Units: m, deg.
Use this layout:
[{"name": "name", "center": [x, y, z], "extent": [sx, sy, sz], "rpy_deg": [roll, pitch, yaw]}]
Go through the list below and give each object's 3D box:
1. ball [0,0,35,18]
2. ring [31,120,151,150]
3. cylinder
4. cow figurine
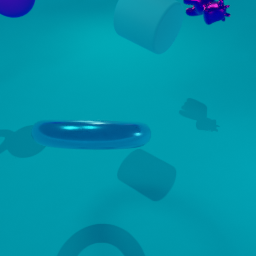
[{"name": "ball", "center": [-3.083, -3.568, 7.353], "extent": [1.258, 1.258, 1.258], "rpy_deg": [0, 44, 0]}, {"name": "ring", "center": [-0.615, 0.082, 4.893], "extent": [2.042, 0.408, 2.042], "rpy_deg": [1, 2, 0]}, {"name": "cylinder", "center": [0.477, -2.505, 6.522], "extent": [1.194, 1.194, 1.194], "rpy_deg": [33, 52, 22]}, {"name": "cow figurine", "center": [2.431, -3.774, 8.413], "extent": [1.450, 0.809, 1.474], "rpy_deg": [12, 65, 30]}]
